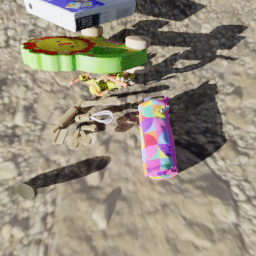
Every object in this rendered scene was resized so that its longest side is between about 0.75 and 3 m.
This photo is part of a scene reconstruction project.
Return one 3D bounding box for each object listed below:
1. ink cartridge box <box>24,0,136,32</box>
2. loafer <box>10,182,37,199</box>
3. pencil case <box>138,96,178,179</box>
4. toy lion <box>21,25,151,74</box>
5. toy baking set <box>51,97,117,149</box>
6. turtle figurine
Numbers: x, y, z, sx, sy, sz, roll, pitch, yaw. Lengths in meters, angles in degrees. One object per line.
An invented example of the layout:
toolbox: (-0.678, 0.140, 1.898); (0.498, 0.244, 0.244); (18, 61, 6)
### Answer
ink cartridge box: (-1.642, -3.915, 8.652); (2.749, 0.596, 2.723); (32, 45, 23)
loafer: (-2.471, 1.465, 6.745); (1.039, 0.350, 0.395); (-2, 96, 40)
pencil case: (0.761, 0.244, 7.220); (0.931, 0.931, 2.106); (-3, 69, -2)
toy lion: (-1.212, -1.977, 7.350); (2.817, 0.967, 2.700); (25, 37, 33)
toy baking set: (-1.175, -0.183, 7.508); (1.500, 0.227, 1.954); (25, 68, 36)
turtle figurine: (-0.404, -1.331, 7.712); (2.223, 0.716, 1.792); (7, 35, 44)
